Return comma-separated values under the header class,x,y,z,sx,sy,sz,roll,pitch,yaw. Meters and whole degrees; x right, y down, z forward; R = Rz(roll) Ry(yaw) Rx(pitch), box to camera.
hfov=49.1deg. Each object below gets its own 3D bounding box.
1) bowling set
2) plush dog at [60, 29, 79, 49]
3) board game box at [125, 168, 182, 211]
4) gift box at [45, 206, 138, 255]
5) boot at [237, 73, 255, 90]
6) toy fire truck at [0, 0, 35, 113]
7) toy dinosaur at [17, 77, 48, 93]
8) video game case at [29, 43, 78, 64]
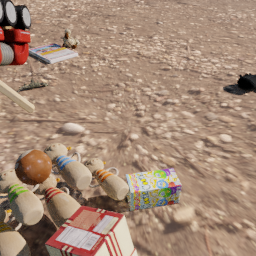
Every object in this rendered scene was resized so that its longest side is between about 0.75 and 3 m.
class,x,y,z,sx,sy,sz,roll,pitch,yaw
bowling set,-1.408,0.852,4.830,2.727,1.898,1.464,-28,40,-29
plush dog,-2.910,-4.279,13.788,0.785,0.979,0.841,-40,29,1
board game box,0.492,1.225,5.643,1.011,0.521,0.530,-7,34,-10
gift box,-0.454,1.913,4.128,1.093,1.021,1.009,5,29,36
boot,4.739,-1.608,9.888,1.206,0.544,1.471,-14,29,-24
toy fire truck,-1.879,-1.065,4.227,1.032,1.604,1.412,-1,14,4
toy dinosaur,-3.500,-1.552,10.073,1.181,0.280,0.521,-22,46,-24
video game case,-3.510,-3.517,13.083,1.452,0.177,2.031,-28,43,-34
